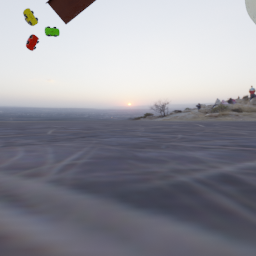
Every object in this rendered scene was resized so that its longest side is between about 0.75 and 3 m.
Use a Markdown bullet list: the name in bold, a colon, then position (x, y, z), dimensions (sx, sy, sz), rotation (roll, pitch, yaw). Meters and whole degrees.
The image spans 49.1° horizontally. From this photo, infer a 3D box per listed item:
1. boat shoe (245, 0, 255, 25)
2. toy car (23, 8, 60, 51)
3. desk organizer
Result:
- **boat shoe**: position (2.744, -2.986, 5.728), dimensions (0.715, 2.392, 0.855), rotation (-19, -9, -41)
- **toy car**: position (-3.149, -3.507, 10.191), dimensions (1.364, 1.449, 0.323), rotation (-10, 12, -42)
- **desk organizer**: position (-1.124, -3.393, 6.896), dimensions (1.873, 0.672, 0.721), rotation (-17, -54, 41)
